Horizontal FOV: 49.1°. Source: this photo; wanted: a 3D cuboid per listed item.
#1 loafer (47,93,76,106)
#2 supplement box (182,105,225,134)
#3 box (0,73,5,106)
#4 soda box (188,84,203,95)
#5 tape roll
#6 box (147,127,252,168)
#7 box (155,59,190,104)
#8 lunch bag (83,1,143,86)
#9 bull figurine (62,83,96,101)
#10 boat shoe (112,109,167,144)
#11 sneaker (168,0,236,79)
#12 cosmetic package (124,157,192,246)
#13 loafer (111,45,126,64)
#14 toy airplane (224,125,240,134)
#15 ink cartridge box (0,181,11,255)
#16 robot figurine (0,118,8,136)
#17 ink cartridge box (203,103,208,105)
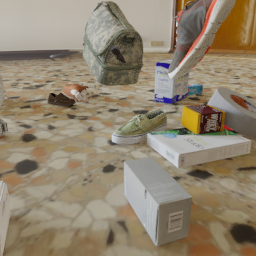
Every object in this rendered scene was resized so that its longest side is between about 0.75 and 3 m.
[{"bbox_3d":[-3.208,-1.389,13.344,1.568,0.557,0.573,8,22,21],"label":"loafer"},{"bbox_3d":[2.387,-0.297,8.951,0.970,0.644,0.957,-6,20,-17],"label":"supplement box"},{"bbox_3d":[-6.551,-1.738,13.192,1.025,1.307,2.102,-5,21,-13],"label":"box"},{"bbox_3d":[3.431,-2.117,15.461,1.387,0.470,0.445,-9,22,-21],"label":"soda box"},{"bbox_3d":[3.808,-0.572,9.633,2.075,0.686,2.075,21,30,-12],"label":"tape roll"},{"bbox_3d":[2.097,0.440,8.465,2.529,0.459,1.825,-7,20,-23],"label":"box"},{"bbox_3d":[2.229,-2.366,13.977,1.022,1.948,1.791,14,24,33],"label":"box"},{"bbox_3d":[-0.621,-3.587,11.765,2.080,2.504,2.986,-5,46,-25],"label":"lunch bag"},{"bbox_3d":[-2.526,-1.919,14.600,1.328,0.713,2.188,-15,26,-38],"label":"bull figurine"},{"bbox_3d":[0.415,-0.091,9.492,0.879,0.758,2.442,19,27,41],"label":"boat shoe"},{"bbox_3d":[1.472,-2.231,6.442,0.945,2.307,0.889,42,32,19],"label":"sneaker"},{"bbox_3d":[0.500,1.319,5.460,0.756,0.896,1.677,-8,20,-21],"label":"cosmetic package"},{"bbox_3d":[-0.341,-2.513,9.715,0.270,0.858,0.308,-32,57,6],"label":"loafer"},{"bbox_3d":[3.867,-0.213,10.383,2.103,0.387,2.103,2,21,-1],"label":"toy airplane"},{"bbox_3d":[-3.071,1.647,4.657,1.933,0.820,1.408,-7,21,-14],"label":"ink cartridge box"},{"bbox_3d":[-4.681,-0.048,9.551,1.140,0.644,0.967,7,16,17],"label":"robot figurine"},{"bbox_3d":[3.185,-0.695,11.221,1.003,0.393,2.117,-19,9,35],"label":"ink cartridge box"}]
